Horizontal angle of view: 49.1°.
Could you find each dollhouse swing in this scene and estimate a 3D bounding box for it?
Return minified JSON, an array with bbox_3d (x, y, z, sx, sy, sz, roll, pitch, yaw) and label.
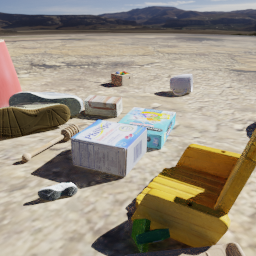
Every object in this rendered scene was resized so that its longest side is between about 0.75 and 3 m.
[{"bbox_3d":[1.431,0.632,5.386,2.136,2.066,2.350,14,28,29],"label":"dollhouse swing"}]

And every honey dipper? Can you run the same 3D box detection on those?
[{"bbox_3d":[-2.214,0.432,8.079,0.392,0.392,2.064,14,30,30],"label":"honey dipper"}]

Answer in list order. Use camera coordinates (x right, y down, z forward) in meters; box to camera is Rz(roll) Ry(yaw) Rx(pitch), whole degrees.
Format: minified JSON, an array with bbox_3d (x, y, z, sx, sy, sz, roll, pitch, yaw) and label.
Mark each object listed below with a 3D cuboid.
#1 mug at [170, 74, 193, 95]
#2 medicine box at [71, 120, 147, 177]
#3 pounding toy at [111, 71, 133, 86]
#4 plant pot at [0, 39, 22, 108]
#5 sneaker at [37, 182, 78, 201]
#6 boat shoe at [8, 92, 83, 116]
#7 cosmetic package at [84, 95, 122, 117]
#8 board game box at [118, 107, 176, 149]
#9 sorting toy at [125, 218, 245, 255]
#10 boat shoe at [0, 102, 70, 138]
[{"bbox_3d":[2.502,-1.999,13.283,1.020,0.859,1.164,1,53,19],"label":"mug"},{"bbox_3d":[-0.462,0.467,7.369,1.552,0.799,1.413,10,24,21],"label":"medicine box"},{"bbox_3d":[-0.376,-2.821,15.290,1.404,0.642,1.233,21,31,40],"label":"pounding toy"},{"bbox_3d":[-6.014,-2.291,11.632,2.896,2.562,2.896,0,22,0],"label":"plant pot"},{"bbox_3d":[-1.518,1.350,6.018,0.826,0.291,0.331,-3,14,-22],"label":"sneaker"},{"bbox_3d":[-3.028,-0.890,10.604,2.715,0.947,0.967,3,12,-2],"label":"boat shoe"},{"bbox_3d":[-0.936,-0.855,10.704,1.322,0.577,0.683,5,29,14],"label":"cosmetic package"},{"bbox_3d":[0.585,-0.071,9.045,1.537,0.478,2.036,8,24,18],"label":"board game box"},{"bbox_3d":[0.797,2.161,3.927,1.882,0.375,2.547,-7,27,-4],"label":"sorting toy"},{"bbox_3d":[-3.321,-0.307,9.155,2.743,1.004,0.889,-7,14,-28],"label":"boat shoe"}]
